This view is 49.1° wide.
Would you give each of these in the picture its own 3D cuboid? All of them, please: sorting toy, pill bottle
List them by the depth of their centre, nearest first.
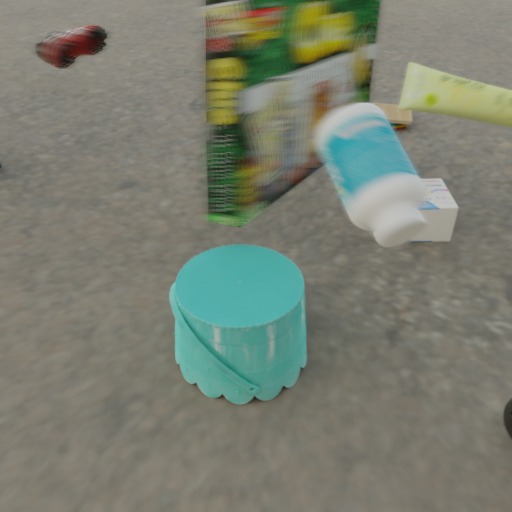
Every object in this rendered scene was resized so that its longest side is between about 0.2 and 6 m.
[{"bbox_3d":[1.279,-0.862,6.116,0.833,0.833,1.504,-12,63,-15],"label":"pill bottle"},{"bbox_3d":[3.710,-3.803,15.449,1.069,0.374,1.075,7,38,8],"label":"sorting toy"}]

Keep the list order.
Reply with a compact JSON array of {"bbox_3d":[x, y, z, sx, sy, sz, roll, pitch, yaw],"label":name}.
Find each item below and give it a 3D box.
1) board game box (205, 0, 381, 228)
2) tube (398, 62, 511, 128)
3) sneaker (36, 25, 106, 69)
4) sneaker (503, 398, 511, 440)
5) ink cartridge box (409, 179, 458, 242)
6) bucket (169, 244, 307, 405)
[{"bbox_3d":[0.913,-2.965,9.733,0.690,3.083,5.885,12,30,25],"label":"board game box"},{"bbox_3d":[3.457,-2.553,9.169,2.139,0.555,0.621,15,42,4],"label":"tube"},{"bbox_3d":[-3.491,-3.997,10.530,0.756,0.547,1.548,18,42,20],"label":"sneaker"},{"bbox_3d":[4.570,2.382,7.011,2.734,1.032,1.573,31,38,24],"label":"sneaker"},{"bbox_3d":[3.422,-0.982,11.365,0.836,0.814,1.300,-1,38,-2],"label":"ink cartridge box"},{"bbox_3d":[-0.250,0.928,8.368,2.186,1.422,2.186,0,36,0],"label":"bucket"}]
